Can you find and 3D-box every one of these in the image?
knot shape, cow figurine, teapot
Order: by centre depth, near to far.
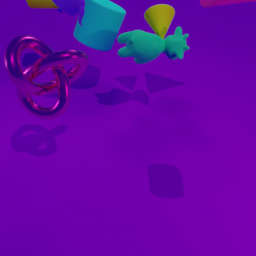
[{"bbox_3d":[-1.735,-1.116,5.659,1.746,1.634,0.807,-49,44,2],"label":"knot shape"},{"bbox_3d":[-1.452,-3.051,6.775,1.347,0.659,0.837,45,20,6],"label":"teapot"},{"bbox_3d":[0.721,-2.256,7.609,1.599,0.892,1.625,-5,-4,40],"label":"cow figurine"}]

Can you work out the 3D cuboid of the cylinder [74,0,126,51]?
[{"bbox_3d":[-0.882,-3.215,8.595,1.267,1.267,1.267,20,29,-12],"label":"cylinder"}]

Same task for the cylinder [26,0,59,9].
[{"bbox_3d":[-2.617,-4.449,8.955,1.153,1.153,1.153,-1,43,-5],"label":"cylinder"}]

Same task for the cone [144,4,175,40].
[{"bbox_3d":[0.951,-2.902,8.119,0.902,0.902,0.905,-3,76,-3],"label":"cone"}]

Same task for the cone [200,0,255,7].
[{"bbox_3d":[2.797,-3.509,7.099,1.382,1.376,1.376,15,39,-19],"label":"cone"}]
